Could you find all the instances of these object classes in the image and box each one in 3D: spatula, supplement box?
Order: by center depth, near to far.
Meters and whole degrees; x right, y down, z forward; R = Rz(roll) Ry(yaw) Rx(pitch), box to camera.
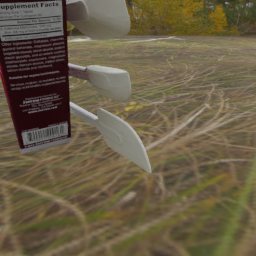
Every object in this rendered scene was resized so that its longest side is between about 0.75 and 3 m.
[{"bbox_3d":[-1.133,-0.899,3.124,0.681,2.236,1.217,-13,49,-22],"label":"supplement box"},{"bbox_3d":[-0.680,-0.805,3.715,0.235,2.032,2.923,-27,29,-22],"label":"spatula"}]

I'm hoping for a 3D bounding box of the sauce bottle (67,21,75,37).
[{"bbox_3d":[-1.679,-3.855,7.620,0.961,2.971,0.961,9,60,-16],"label":"sauce bottle"}]
